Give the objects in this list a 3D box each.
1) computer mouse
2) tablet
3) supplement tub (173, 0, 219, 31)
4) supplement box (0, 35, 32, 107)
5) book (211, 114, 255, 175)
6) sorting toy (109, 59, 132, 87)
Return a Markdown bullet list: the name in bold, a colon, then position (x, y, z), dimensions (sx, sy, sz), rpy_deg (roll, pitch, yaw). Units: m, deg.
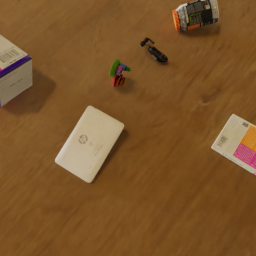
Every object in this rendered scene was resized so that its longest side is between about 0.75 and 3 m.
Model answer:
- **computer mouse**: position (0.856, -2.512, 9.140), dimensions (1.062, 0.245, 0.746), rpy_deg (34, 39, -9)
- **tablet**: position (-1.081, 0.426, 7.868), dimensions (1.232, 0.129, 1.894), rpy_deg (29, 82, 10)
- **supplement tub**: position (2.204, -3.725, 9.215), dimensions (1.373, 0.841, 0.841), rpy_deg (-12, 69, 9)
- **supplement box**: position (-4.160, -2.000, 8.100), dimensions (2.508, 1.296, 1.269), rpy_deg (37, 54, 8)
- **book**: position (3.459, 0.553, 7.939), dimensions (1.785, 0.429, 1.193), rpy_deg (34, 75, 12)
- **sorting toy**: position (-0.208, -1.595, 8.261), dimensions (0.455, 1.107, 0.665), rpy_deg (24, 72, 7)
